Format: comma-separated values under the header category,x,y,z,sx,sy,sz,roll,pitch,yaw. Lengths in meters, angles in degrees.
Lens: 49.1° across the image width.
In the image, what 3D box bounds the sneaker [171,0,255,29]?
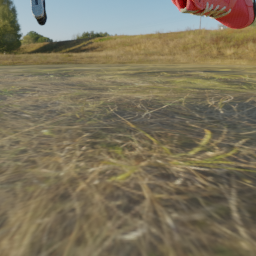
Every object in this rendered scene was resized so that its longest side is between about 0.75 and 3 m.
category,x,y,z,sx,sy,sz,roll,pitch,yaw
sneaker,1.296,-2.365,5.055,2.503,1.086,0.922,27,-14,-27

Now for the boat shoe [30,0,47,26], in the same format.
category,x,y,z,sx,sy,sz,roll,pitch,yaw
boat shoe,-3.147,-4.373,9.835,0.515,1.455,0.661,-3,-12,-5
